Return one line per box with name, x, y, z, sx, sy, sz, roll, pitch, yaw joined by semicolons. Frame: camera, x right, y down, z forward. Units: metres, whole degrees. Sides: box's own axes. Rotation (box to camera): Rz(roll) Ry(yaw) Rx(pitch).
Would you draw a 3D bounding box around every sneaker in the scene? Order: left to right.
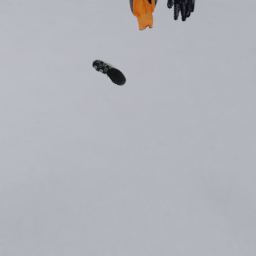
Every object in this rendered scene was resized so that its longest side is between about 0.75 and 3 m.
sneaker;-0.472;-1.493;7.284;1.006;0.373;0.445;34;16;-21

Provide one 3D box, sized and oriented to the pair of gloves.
pair of gloves;0.902;-3.313;7.171;1.742;1.552;0.215;-10;57;5
